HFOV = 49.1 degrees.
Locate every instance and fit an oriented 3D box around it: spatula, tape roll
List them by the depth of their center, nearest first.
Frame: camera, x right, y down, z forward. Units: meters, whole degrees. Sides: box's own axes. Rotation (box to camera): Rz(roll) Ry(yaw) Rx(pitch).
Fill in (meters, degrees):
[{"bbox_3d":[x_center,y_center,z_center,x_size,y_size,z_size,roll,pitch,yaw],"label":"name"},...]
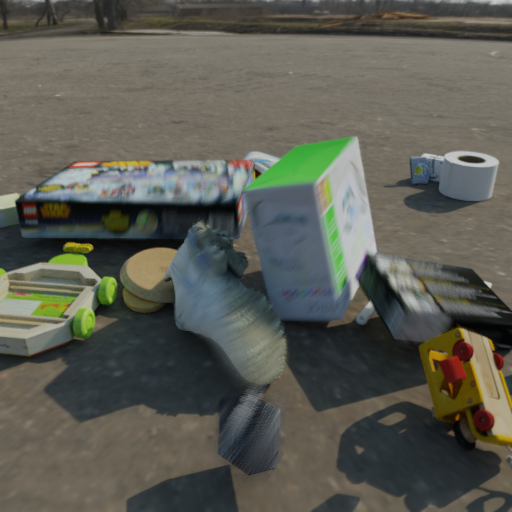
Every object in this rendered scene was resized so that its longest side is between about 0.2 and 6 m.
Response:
[{"bbox_3d":[2.795,0.782,9.507,1.803,0.208,2.593,21,35,25],"label":"spatula"},{"bbox_3d":[5.308,-2.007,14.039,1.304,0.895,1.304,0,27,0],"label":"tape roll"}]

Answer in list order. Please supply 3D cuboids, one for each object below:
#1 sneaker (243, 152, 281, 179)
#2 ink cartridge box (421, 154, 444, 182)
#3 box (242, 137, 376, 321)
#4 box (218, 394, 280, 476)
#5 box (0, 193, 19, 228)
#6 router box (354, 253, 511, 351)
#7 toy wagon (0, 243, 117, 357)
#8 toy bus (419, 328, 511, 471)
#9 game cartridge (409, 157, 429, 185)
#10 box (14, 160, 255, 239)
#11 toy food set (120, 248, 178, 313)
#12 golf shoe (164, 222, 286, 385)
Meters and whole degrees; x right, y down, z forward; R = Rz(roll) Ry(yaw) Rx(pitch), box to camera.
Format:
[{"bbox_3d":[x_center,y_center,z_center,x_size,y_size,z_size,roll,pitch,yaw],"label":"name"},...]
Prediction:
[{"bbox_3d":[0.697,-1.968,14.093,2.520,0.964,1.018,7,40,22],"label":"sneaker"},{"bbox_3d":[4.812,-2.338,14.974,0.849,0.618,0.360,18,33,31],"label":"ink cartridge box"},{"bbox_3d":[1.005,-0.513,9.445,1.255,2.290,2.595,-4,22,26],"label":"box"},{"bbox_3d":[-0.085,1.943,6.154,0.405,0.643,0.654,-2,5,-35],"label":"box"},{"bbox_3d":[-5.711,-0.991,12.571,0.926,0.448,0.815,-17,32,-30],"label":"box"},{"bbox_3d":[2.770,0.682,8.585,2.108,0.538,1.572,9,29,-18],"label":"router box"},{"bbox_3d":[-3.486,0.630,9.349,2.206,0.563,2.843,4,27,8],"label":"toy wagon"},{"bbox_3d":[2.569,1.755,6.820,0.869,1.586,1.681,-35,2,39],"label":"toy bus"},{"bbox_3d":[4.311,-2.254,14.761,0.490,0.735,0.149,-3,-5,-10],"label":"game cartridge"},{"bbox_3d":[-2.365,-1.319,12.196,4.464,0.890,3.056,0,23,5],"label":"box"},{"bbox_3d":[-1.605,0.389,9.861,1.534,0.377,1.550,-4,36,-19],"label":"toy food set"},{"bbox_3d":[-0.560,0.905,8.512,1.129,1.402,2.883,23,30,-44],"label":"golf shoe"}]
